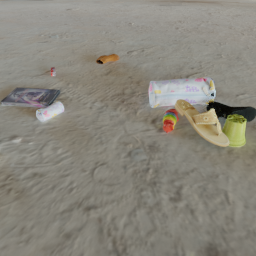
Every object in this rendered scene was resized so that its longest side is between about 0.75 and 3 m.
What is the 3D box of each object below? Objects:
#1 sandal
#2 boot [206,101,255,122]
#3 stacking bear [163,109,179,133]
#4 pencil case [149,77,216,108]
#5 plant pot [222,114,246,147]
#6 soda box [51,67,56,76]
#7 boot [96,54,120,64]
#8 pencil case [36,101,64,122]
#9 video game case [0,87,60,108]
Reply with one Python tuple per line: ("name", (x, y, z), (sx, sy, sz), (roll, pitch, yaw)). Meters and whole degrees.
("sandal", (2.782, -0.439, 10.299), (0.950, 0.852, 2.591), (-20, 52, -35))
("boot", (4.368, -0.730, 11.972), (1.771, 0.655, 1.452), (-6, 21, -28))
("stacking bear", (1.684, -0.241, 11.284), (0.594, 0.635, 1.045), (5, 39, 17))
("pencil case", (2.408, -1.582, 12.722), (2.982, 1.239, 1.352), (-3, 35, -4))
("plant pot", (3.968, 0.039, 10.447), (1.017, 0.935, 1.017), (1, 33, 0))
("soda box", (-4.357, -3.276, 16.299), (0.244, 0.270, 0.771), (-8, 33, -12))
("boot", (-1.310, -4.359, 17.777), (1.340, 0.514, 1.040), (13, 34, 20))
("pencil case", (-3.336, -0.715, 12.015), (0.551, 0.505, 1.215), (48, 48, 10))
("video game case", (-4.661, -1.493, 13.552), (2.321, 0.220, 1.658), (5, 33, 6))
